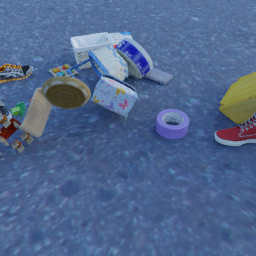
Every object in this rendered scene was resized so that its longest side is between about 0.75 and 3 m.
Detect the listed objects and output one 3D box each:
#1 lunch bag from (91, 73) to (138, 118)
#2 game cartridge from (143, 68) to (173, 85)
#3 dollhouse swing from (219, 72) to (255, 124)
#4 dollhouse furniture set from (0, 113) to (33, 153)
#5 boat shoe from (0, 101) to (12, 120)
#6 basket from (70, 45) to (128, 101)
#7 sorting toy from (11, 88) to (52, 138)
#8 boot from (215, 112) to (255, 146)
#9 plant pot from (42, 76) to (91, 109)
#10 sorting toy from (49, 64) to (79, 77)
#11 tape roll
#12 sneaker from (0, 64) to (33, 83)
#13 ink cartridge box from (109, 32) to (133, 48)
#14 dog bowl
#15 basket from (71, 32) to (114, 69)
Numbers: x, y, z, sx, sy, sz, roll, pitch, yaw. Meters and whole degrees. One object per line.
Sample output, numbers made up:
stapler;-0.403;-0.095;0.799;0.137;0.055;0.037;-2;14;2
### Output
lunch bag;-0.539;-1.362;11.090;1.573;1.179;1.855;26;11;-8
game cartridge;1.458;-2.526;13.676;1.252;0.240;0.811;26;52;27
dollhouse swing;5.727;-0.840;11.550;2.521;2.439;2.774;-20;21;47
dollhouse furniture set;-4.333;0.289;9.613;1.500;1.516;0.781;-45;51;-6
boat shoe;-5.384;-0.849;11.481;0.631;0.584;1.710;-31;50;-30
basket;-1.232;-2.445;12.501;2.270;1.579;2.002;-30;68;-11
sorting toy;-3.278;-0.618;9.651;0.305;2.071;1.531;18;77;13
boot;4.233;-0.151;9.973;2.139;1.543;0.774;-4;42;-4
plant pot;-2.030;-1.077;9.186;1.588;1.588;0.218;-1;57;-1
sorting toy;-3.233;-2.848;14.025;1.109;0.218;1.198;-28;48;-28
tape roll;1.703;-0.163;10.762;1.218;0.518;1.218;1;41;-1
sneaker;-5.603;-2.741;13.498;1.996;0.771;0.781;-22;44;-25
ink cartridge box;-0.327;-4.489;15.486;1.264;0.732;2.175;-6;42;-7
dog bowl;0.241;-3.266;13.158;0.751;1.906;1.906;-46;54;-6
basket;-1.817;-4.009;14.542;2.030;1.252;1.376;-13;43;-14
